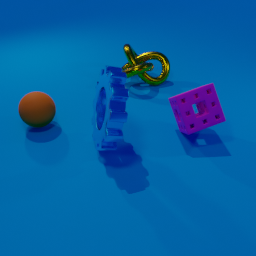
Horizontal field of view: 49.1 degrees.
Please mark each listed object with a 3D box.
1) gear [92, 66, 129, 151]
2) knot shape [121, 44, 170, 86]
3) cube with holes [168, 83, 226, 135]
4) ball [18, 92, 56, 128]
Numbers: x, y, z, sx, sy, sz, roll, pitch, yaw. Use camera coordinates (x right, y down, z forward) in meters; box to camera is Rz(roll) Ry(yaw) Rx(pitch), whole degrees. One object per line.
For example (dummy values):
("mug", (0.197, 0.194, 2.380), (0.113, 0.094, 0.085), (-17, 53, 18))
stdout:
("gear", (-0.432, -0.404, 6.035), (0.331, 1.787, 1.787), (5, 33, -19))
("knot shape", (0.381, -2.123, 9.141), (1.774, 0.820, 1.660), (-10, 48, -28))
("cube with holes", (1.586, -0.445, 6.589), (0.892, 0.892, 0.892), (-20, 4, 0))
("ball", (-2.266, -0.460, 7.012), (0.897, 0.897, 0.897), (0, 36, 0))
